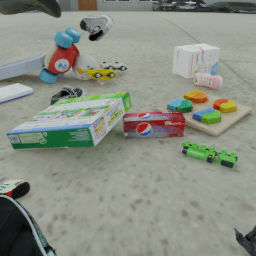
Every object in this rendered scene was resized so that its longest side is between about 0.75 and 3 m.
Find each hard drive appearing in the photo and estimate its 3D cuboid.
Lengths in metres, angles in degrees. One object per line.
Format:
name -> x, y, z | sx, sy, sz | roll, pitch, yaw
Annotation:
hard drive -> -4.762, -1.320, 10.853 | 1.164, 0.224, 1.765 | 21, 34, 35

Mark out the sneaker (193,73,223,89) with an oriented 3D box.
sneaker -> 3.259, -1.959, 11.713 | 0.807, 0.581, 1.543 | -4, 22, -12

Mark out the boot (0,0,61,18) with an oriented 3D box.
boot -> -3.263, -3.914, 9.129 | 1.692, 0.614, 1.539 | -8, -15, 28

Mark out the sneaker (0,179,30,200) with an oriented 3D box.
sneaker -> -2.533, 1.325, 5.693 | 0.994, 0.350, 0.465 | -23, 23, -37

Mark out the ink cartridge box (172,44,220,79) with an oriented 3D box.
ink cartridge box -> 3.107, -3.183, 13.315 | 1.994, 1.282, 1.249 | -13, 31, -22

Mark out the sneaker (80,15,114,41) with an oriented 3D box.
sneaker -> -1.345, -3.599, 10.263 | 1.662, 0.623, 0.960 | 9, 66, 41

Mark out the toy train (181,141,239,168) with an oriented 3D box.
toy train -> 1.991, 0.661, 6.989 | 1.432, 0.299, 0.404 | 14, 41, 25

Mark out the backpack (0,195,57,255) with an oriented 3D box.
backpack -> -1.520, 2.022, 2.703 | 2.038, 1.728, 2.296 | -27, 31, -30

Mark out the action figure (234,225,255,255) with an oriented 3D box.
action figure -> 2.481, 1.650, 4.318 | 1.970, 1.005, 1.171 | -16, 42, -32

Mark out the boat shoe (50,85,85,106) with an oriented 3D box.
boat shoe -> -2.186, -1.193, 10.131 | 0.716, 0.662, 1.939 | 12, 30, 22

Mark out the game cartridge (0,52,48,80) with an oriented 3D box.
game cartridge -> -4.881, -2.753, 12.635 | 2.862, 0.585, 1.905 | -11, 20, 13

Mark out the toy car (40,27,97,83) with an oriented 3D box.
toy car -> -2.248, -2.786, 12.386 | 2.371, 2.186, 2.097 | 30, 29, -5

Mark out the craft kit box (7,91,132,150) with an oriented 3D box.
craft kit box -> -1.509, -0.256, 7.812 | 2.564, 0.622, 2.532 | -3, 27, 25

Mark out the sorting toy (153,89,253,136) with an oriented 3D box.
sorting toy -> 2.508, -0.682, 9.358 | 2.567, 0.468, 2.376 | -23, 35, -38

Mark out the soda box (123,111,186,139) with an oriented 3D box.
soda box -> 0.730, -0.098, 8.071 | 1.749, 0.612, 0.555 | -2, 27, -4

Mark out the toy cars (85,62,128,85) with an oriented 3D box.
toy cars -> -0.934, -2.498, 12.772 | 1.260, 0.622, 2.810 | 16, 27, 12
